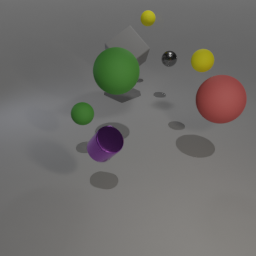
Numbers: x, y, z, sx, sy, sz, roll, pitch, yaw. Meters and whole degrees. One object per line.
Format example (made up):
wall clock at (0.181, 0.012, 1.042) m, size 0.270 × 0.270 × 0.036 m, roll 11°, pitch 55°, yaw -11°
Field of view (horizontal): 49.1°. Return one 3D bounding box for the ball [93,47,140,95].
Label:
ball at (-0.350, -1.706, 8.425) m, size 1.400 × 1.400 × 1.400 m, roll 0°, pitch 29°, yaw 0°

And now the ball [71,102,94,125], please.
ball at (-1.376, -0.432, 8.481) m, size 0.700 × 0.700 × 0.700 m, roll 0°, pitch 29°, yaw 0°

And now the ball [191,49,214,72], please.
ball at (2.302, -2.081, 8.661) m, size 0.700 × 0.700 × 0.700 m, roll 0°, pitch 29°, yaw 0°

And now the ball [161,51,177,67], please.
ball at (1.844, -3.089, 12.515) m, size 0.700 × 0.700 × 0.700 m, roll 0°, pitch 29°, yaw 0°

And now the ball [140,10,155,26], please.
ball at (0.934, -5.121, 13.094) m, size 0.700 × 0.700 × 0.700 m, roll 0°, pitch 29°, yaw 0°

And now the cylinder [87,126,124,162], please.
cylinder at (-0.557, 0.398, 6.778) m, size 0.700 × 0.700 × 0.700 m, roll 13°, pitch 61°, yaw -23°

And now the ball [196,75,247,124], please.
ball at (2.673, -0.826, 8.098) m, size 1.400 × 1.400 × 1.400 m, roll 0°, pitch 29°, yaw 0°

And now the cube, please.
cube at (-0.066, -3.365, 12.488) m, size 1.400 × 1.400 × 1.400 m, roll -39°, pitch -4°, yaw -8°
